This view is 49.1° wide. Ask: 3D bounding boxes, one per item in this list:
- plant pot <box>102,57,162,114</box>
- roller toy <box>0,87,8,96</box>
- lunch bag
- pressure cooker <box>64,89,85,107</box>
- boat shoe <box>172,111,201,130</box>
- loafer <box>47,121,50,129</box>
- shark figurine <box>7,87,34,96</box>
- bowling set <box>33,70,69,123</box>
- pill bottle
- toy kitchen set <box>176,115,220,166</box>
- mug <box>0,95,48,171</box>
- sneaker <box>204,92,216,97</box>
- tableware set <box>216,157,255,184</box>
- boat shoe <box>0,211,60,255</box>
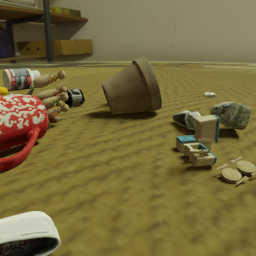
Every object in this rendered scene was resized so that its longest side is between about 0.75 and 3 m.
[{"bbox_3d":[0.071,-1.686,12.941,2.219,2.558,2.558,-21,20,-5],"label":"plant pot"},{"bbox_3d":[-7.046,-1.475,13.103,2.226,1.555,2.030,4,18,14],"label":"roller toy"},{"bbox_3d":[3.700,-0.501,10.278,1.134,0.942,1.352,14,4,1],"label":"lunch bag"},{"bbox_3d":[-2.790,-1.609,14.721,1.007,0.886,0.899,-12,5,-39],"label":"pressure cooker"},{"bbox_3d":[2.307,-0.300,10.845,0.612,0.703,1.907,-9,14,-9],"label":"boat shoe"},{"bbox_3d":[-3.756,-0.394,10.896,1.772,0.632,0.647,20,24,25],"label":"loafer"},{"bbox_3d":[-5.014,-0.947,12.376,2.710,1.131,1.619,-10,-22,-48],"label":"shark figurine"},{"bbox_3d":[-2.923,-1.001,11.636,1.315,1.705,2.450,-24,-18,-22],"label":"bowling set"},{"bbox_3d":[-7.580,-3.538,20.085,2.347,1.404,1.404,-14,22,-38],"label":"pill bottle"},{"bbox_3d":[2.148,0.167,7.994,1.031,1.402,1.750,-4,17,-8],"label":"toy kitchen set"},{"bbox_3d":[-3.853,0.163,8.293,1.892,2.517,2.835,-32,-9,35],"label":"mug"},{"bbox_3d":[5.000,-2.022,17.098,0.790,0.294,0.344,-5,23,-14],"label":"sneaker"},{"bbox_3d":[2.748,1.113,6.988,1.049,0.210,0.694,-17,35,-29],"label":"tableware set"},{"bbox_3d":[-2.007,1.822,3.931,2.147,0.773,0.736,-1,13,-37],"label":"boat shoe"}]
